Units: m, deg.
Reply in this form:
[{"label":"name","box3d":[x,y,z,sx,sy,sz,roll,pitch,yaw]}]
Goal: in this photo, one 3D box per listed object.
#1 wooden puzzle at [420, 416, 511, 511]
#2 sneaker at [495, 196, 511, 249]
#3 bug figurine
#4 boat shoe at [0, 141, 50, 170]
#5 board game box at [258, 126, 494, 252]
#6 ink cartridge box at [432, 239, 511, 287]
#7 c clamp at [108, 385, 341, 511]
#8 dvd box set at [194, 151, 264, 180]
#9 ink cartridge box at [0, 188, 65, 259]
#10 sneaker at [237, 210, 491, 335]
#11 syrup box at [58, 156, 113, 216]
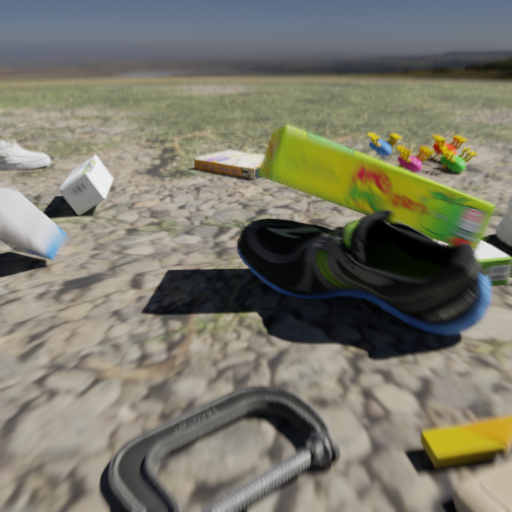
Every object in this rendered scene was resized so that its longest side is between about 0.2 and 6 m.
[{"label":"wooden puzzle","box3d":[2.438,1.946,4.105,1.586,0.275,2.351,-12,24,-16]},{"label":"sneaker","box3d":[4.814,-0.459,8.564,1.196,1.399,3.211,-4,23,-12]},{"label":"bug figurine","box3d":[4.504,-2.781,15.261,2.886,0.743,2.238,0,27,-11]},{"label":"boat shoe","box3d":[-6.741,-2.752,15.174,2.204,0.724,0.793,1,22,4]},{"label":"board game box","box3d":[1.554,-0.932,7.782,2.913,0.694,1.480,19,7,-7]},{"label":"ink cartridge box","box3d":[3.169,0.048,8.554,0.853,0.437,1.154,-4,22,-11]},{"label":"c clamp","box3d":[-0.178,1.774,4.549,2.226,0.302,1.902,-21,25,-39]},{"label":"dvd box set","box3d":[-0.398,-2.467,15.035,2.089,0.307,1.528,15,26,34]},{"label":"ink cartridge box","box3d":[-3.685,-0.512,8.568,0.887,1.226,0.516,12,67,25]},{"label":"sneaker","box3d":[1.266,-0.066,7.300,3.459,1.433,1.226,14,52,33]},{"label":"syrup box","box3d":[-3.563,-1.517,11.842,0.666,0.689,1.692,-31,24,5]}]
